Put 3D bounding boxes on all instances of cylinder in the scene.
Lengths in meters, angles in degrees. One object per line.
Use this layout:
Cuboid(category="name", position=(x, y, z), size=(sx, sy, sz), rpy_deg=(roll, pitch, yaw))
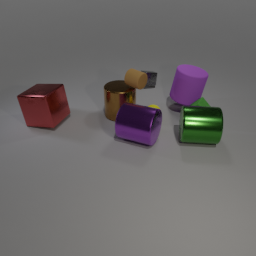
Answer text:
Cuboid(category="cylinder", position=(0.420, -0.163, 10.595), size=(1.400, 1.400, 1.400), rpy_deg=(13, 34, 21))
Cuboid(category="cylinder", position=(0.326, -2.010, 11.490), size=(0.700, 0.700, 0.700), rpy_deg=(27, 40, 30))
Cuboid(category="cylinder", position=(2.704, -1.928, 12.538), size=(1.400, 1.400, 1.400), rpy_deg=(8, 33, -5))
Cuboid(category="cylinder", position=(2.705, -0.122, 10.544), size=(1.400, 1.400, 1.400), rpy_deg=(3, 32, 4))
Cuboid(category="cylinder", position=(-0.345, -1.208, 12.322), size=(1.400, 1.400, 1.400), rpy_deg=(0, 31, 0))

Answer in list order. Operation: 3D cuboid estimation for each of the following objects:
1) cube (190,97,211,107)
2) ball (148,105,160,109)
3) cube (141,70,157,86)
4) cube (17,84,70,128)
Cuboid(category="cube", position=(2.981, -0.736, 11.711), size=(0.700, 0.700, 0.700), rpy_deg=(49, 42, -5))
Cuboid(category="ball", position=(1.061, -0.651, 11.977), size=(0.700, 0.700, 0.700), rpy_deg=(0, 31, 0))
Cuboid(category="cube", position=(1.105, -2.714, 15.228), size=(0.700, 0.700, 0.700), rpy_deg=(-1, 19, -21))
Cuboid(category="cube", position=(-3.483, -0.967, 11.761), size=(1.400, 1.400, 1.400), rpy_deg=(4, 30, 21))
